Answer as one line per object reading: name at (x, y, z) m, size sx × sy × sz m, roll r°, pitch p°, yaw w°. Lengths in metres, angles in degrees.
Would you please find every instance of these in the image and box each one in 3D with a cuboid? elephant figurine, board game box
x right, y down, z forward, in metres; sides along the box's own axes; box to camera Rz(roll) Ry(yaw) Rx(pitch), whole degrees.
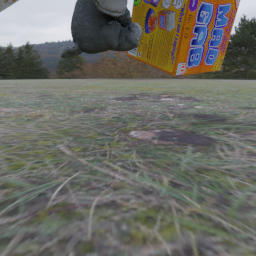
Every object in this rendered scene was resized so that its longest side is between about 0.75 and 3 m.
elephant figurine at (-0.533, -3.053, 6.082) m, size 1.803 × 2.548 × 1.977 m, roll 6°, pitch 42°, yaw 11°
board game box at (-2.023, -2.647, 4.039) m, size 1.259 × 1.872 × 0.320 m, roll -41°, pitch -9°, yaw -14°
board game box at (1.512, -2.892, 8.096) m, size 2.094 × 2.095 × 2.093 m, roll -14°, pitch 35°, yaw -36°
